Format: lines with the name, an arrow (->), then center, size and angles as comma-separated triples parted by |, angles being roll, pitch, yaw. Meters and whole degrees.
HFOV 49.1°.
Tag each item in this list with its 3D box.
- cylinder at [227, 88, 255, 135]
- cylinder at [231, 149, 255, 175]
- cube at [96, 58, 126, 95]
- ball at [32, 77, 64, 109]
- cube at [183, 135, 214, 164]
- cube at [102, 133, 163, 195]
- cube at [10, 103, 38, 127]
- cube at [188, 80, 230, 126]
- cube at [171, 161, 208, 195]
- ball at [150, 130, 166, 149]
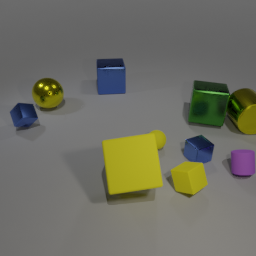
cylinder -> 4.810, -0.682, 11.194 | 1.400, 1.400, 1.400 | -2, 33, -4
cylinder -> 3.645, 1.078, 8.875 | 0.700, 0.700, 0.700 | -4, 4, 0
cube -> -0.879, -2.656, 14.326 | 1.400, 1.400, 1.400 | -3, 32, -5
ball -> -3.602, -1.564, 12.610 | 1.400, 1.400, 1.400 | 0, 32, 0
cube -> 2.414, 0.759, 9.594 | 0.700, 0.700, 0.700 | -15, 35, -22
cube -> 0.121, 0.968, 7.812 | 1.400, 1.400, 1.400 | -9, -5, 1
cube -> -4.152, -0.514, 11.176 | 0.700, 0.700, 0.700 | 0, 59, -54
cube -> 3.316, -1.055, 11.625 | 1.400, 1.400, 1.400 | 9, 27, 10
cube -> 1.801, 1.451, 8.252 | 0.700, 0.700, 0.700 | -22, 11, -36
ball -> 1.029, 0.420, 10.086 | 0.700, 0.700, 0.700 | 0, 32, 0
